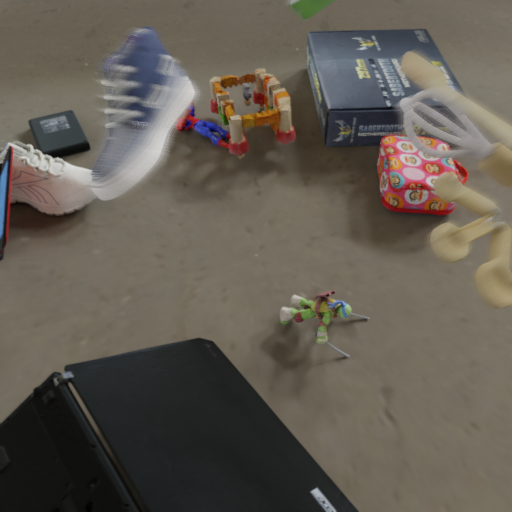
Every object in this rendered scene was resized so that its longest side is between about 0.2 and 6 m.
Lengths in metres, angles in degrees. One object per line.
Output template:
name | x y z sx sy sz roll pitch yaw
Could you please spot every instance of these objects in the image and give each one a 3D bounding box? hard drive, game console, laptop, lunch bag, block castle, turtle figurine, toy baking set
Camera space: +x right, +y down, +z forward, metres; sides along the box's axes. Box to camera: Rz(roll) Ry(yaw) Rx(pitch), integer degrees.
hard drive | -4.010 -2.458 11.367 0.950 0.224 1.362 -19 48 -18
game console | -4.336 -0.798 8.708 1.391 0.958 1.614 -2 76 -1
laptop | -1.310 2.826 5.967 3.562 1.839 3.156 -45 55 -3
lunch bag | 2.989 -1.484 10.037 1.511 0.703 1.715 3 45 4
block castle | -0.101 -2.862 11.293 1.368 0.960 2.047 -14 44 -8
turtle figurine | 0.909 0.927 7.841 0.992 1.023 0.736 6 65 34
toy baking set | 2.511 -0.760 5.556 2.347 0.356 3.058 2 66 -28

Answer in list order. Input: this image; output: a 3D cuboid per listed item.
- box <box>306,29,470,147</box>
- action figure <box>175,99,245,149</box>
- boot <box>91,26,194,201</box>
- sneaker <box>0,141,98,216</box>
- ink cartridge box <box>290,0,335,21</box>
box | 2.681 -3.766 12.183 2.861 0.925 3.628 -2 45 -1
action figure | -1.083 -2.795 11.308 1.752 0.867 0.572 23 49 25
boot | -1.743 -1.939 7.438 0.916 1.137 2.518 -11 43 32
sneaker | -3.854 -1.388 9.687 2.480 1.080 0.924 4 44 3
ink cartridge box | 0.764 -2.800 5.567 0.887 0.263 0.460 -20 52 40
